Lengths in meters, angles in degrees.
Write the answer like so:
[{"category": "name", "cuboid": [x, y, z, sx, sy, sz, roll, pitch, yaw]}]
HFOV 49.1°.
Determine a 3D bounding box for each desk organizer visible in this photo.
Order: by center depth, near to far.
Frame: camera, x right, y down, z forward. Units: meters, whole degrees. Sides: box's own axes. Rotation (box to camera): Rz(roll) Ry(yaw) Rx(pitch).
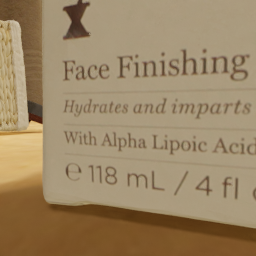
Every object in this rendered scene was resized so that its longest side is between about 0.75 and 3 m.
[{"category": "desk organizer", "cuboid": [-2.353, -0.241, 7.435, 1.459, 0.562, 0.523, 20, 33, -12]}]

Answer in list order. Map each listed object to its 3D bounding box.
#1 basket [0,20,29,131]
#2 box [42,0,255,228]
[{"category": "basket", "cuboid": [-4.091, -1.109, 6.578, 2.670, 2.694, 2.166, 2, 9, 31]}, {"category": "box", "cuboid": [1.138, -0.429, 2.076, 2.525, 1.659, 2.538, 1, 3, 23]}]
